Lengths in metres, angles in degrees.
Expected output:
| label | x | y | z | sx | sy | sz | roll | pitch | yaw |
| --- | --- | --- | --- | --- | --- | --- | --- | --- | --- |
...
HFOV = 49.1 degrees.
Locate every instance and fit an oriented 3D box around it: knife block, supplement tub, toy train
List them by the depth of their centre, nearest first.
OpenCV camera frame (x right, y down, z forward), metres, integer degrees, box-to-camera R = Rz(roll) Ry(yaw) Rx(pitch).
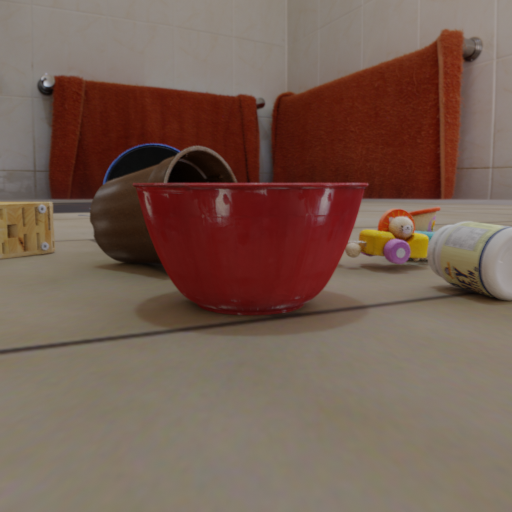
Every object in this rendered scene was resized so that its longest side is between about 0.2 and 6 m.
| label | x | y | z | sx | sy | sz | roll | pitch | yaw |
| --- | --- | --- | --- | --- | --- | --- | --- | --- | --- |
| supplement tub | 2.622 | 0.024 | 6.523 | 0.809 | 0.809 | 1.116 | -3 | 9 | -20 |
| toy train | 1.894 | -0.454 | 9.236 | 3.112 | 0.866 | 2.338 | -2 | 9 | -42 |
| knife block | -5.518 | -0.485 | 9.942 | 2.607 | 0.950 | 2.970 | 7 | 11 | 38 |

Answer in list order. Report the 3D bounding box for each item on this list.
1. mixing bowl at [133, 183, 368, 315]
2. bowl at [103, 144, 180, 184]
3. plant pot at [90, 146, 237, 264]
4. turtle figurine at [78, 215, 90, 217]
| label | x | y | z | sx | sy | sz | roll | pitch | yaw |
| --- | --- | --- | --- | --- | --- | --- | --- | --- | --- |
| mixing bowl | -0.071 | -0.132 | 5.921 | 2.413 | 1.307 | 2.413 | 1 | 7 | 0 |
| bowl | -2.091 | -1.320 | 11.368 | 2.089 | 2.089 | 0.410 | 0 | -15 | -4 |
| plant pot | -1.447 | -0.638 | 8.636 | 1.813 | 1.831 | 1.831 | -3 | 4 | 35 |
| turtle figurine | -4.055 | -1.083 | 14.658 | 0.779 | 0.804 | 0.579 | -39 | -9 | -45 |
